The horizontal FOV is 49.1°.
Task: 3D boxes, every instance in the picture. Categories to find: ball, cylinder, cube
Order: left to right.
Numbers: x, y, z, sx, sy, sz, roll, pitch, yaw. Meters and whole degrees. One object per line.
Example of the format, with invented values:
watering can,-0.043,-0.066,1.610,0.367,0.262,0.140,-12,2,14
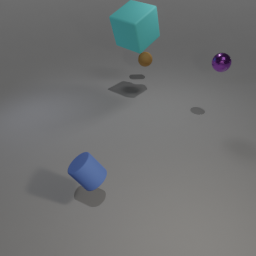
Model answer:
cylinder,-0.998,1.069,6.891,0.700,0.700,0.700,-32,27,18
cube,0.308,-4.216,11.650,1.400,1.400,1.400,29,64,31
ball,0.836,-3.324,13.551,0.700,0.700,0.700,0,31,0
ball,3.449,-2.418,10.335,0.700,0.700,0.700,0,31,0
